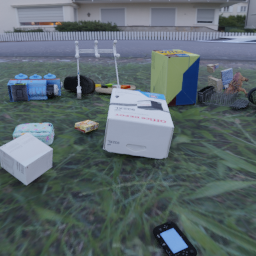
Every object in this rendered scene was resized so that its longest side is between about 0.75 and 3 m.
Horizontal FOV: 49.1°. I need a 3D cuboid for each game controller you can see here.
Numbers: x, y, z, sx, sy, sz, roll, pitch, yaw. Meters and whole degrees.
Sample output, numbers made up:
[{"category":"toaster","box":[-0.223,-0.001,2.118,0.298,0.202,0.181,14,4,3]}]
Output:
[{"category":"game controller","box":[0.815,2.027,4.995,0.476,0.192,0.912,-8,23,-20]}]

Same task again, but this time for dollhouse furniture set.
[{"category":"dollhouse furniture set","box":[5.278,-2.776,15.116,1.616,1.525,1.054,-16,25,-8]}]

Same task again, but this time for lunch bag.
[{"category":"lunch bag","box":[-3.033,0.206,9.113,1.262,0.486,1.012,-3,22,-8]}]

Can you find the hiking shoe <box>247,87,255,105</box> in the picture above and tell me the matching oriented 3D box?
[{"category":"hiking shoe","box":[5.761,-1.054,11.398,1.467,1.103,2.914,-5,23,-20]}]

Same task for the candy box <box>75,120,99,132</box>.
[{"category":"candy box","box":[-1.453,-0.070,9.911,0.467,0.224,0.808,19,17,23]}]

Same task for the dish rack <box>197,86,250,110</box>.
[{"category":"dish rack","box":[4.467,-1.421,13.031,2.183,0.595,1.674,15,27,32]}]

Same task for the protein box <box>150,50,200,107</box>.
[{"category":"protein box","box":[2.143,-2.447,13.315,1.531,2.253,2.269,-5,22,-12]}]

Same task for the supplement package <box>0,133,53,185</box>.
[{"category":"supplement package","box":[-2.427,0.718,6.727,0.882,0.649,0.843,29,39,20]}]

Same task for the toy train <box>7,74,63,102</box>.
[{"category":"toy train","box":[-4.561,-1.964,13.796,2.603,1.128,1.487,-2,31,-10]}]

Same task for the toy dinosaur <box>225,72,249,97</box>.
[{"category":"toy dinosaur","box":[5.517,-2.317,14.225,1.252,1.848,0.793,31,-27,-34]}]

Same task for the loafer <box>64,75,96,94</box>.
[{"category":"loafer","box":[-2.383,-2.279,14.570,0.923,0.944,2.586,1,13,-42]}]

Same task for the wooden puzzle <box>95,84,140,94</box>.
[{"category":"wooden puzzle","box":[-0.671,-2.168,15.067,2.965,0.347,2.000,6,19,11]}]

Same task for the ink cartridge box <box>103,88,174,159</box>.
[{"category":"ink cartridge box","box":[0.292,-0.260,8.837,1.867,1.077,2.573,8,27,-3]}]

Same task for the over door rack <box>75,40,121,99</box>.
[{"category":"over door rack","box":[-1.496,-3.038,13.984,2.194,2.970,0.989,-3,-13,-9]}]
